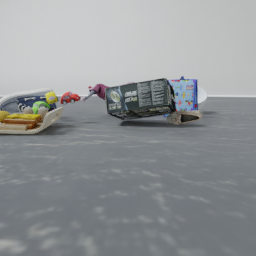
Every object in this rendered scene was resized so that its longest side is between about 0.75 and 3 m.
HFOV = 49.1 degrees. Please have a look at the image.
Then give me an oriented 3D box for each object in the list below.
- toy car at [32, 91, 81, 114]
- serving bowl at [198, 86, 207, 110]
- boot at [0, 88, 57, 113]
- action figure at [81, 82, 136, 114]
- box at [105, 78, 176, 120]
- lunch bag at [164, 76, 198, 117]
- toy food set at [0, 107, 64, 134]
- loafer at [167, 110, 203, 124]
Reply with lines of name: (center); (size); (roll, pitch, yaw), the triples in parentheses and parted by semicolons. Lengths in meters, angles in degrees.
toy car: (-2.547, -0.834, 9.081); (1.612, 0.360, 1.517); (5, 30, 38)
serving bowl: (2.469, -1.313, 13.116); (2.316, 0.762, 2.316); (1, 34, 0)
boot: (-3.758, -0.821, 10.432); (2.136, 0.777, 0.965); (-17, 54, -6)
action figure: (-0.803, -1.428, 11.144); (2.183, 1.625, 1.462); (26, 0, 32)
box: (0.456, -0.856, 8.942); (1.930, 0.831, 1.581); (-7, -8, 18)
lunch bag: (2.079, -1.233, 10.979); (1.205, 1.601, 0.753); (3, 9, 26)
toy food set: (-3.333, -0.452, 7.652); (2.797, 0.845, 2.007); (2, 9, -3)
loafer: (1.729, -0.326, 8.709); (1.143, 0.411, 0.359); (-8, 16, 23)
